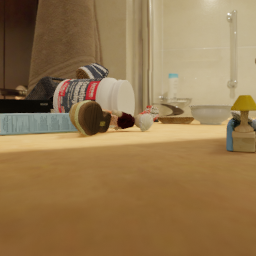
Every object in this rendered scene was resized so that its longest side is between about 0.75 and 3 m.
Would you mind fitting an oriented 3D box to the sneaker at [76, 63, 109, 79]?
[{"bbox_3d":[-1.182,-1.742,12.464,0.872,2.489,1.350,-20,17,38],"label":"sneaker"}]

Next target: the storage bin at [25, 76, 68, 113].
[{"bbox_3d":[-3.508,-1.132,12.388,2.222,1.042,1.502,-41,-20,29],"label":"storage bin"}]

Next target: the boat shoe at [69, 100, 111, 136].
[{"bbox_3d":[-1.121,-0.253,7.155,0.885,0.832,2.323,15,-4,10],"label":"boat shoe"}]

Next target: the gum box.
[{"bbox_3d":[-2.857,-0.151,8.098,2.507,0.559,2.130,-2,4,-38],"label":"gum box"}]

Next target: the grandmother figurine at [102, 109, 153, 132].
[{"bbox_3d":[-0.270,-0.267,8.505,2.070,0.627,1.255,6,-11,6],"label":"grandmother figurine"}]

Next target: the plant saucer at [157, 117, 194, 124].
[{"bbox_3d":[2.654,-0.429,15.487,2.144,0.380,2.144,0,3,0],"label":"plant saucer"}]

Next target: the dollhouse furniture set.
[{"bbox_3d":[2.861,-0.487,4.256,2.335,1.614,2.473,1,4,29],"label":"dollhouse furniture set"}]

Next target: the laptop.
[{"bbox_3d":[-3.870,-0.522,10.636,1.815,1.058,2.049,0,3,-16],"label":"laptop"}]

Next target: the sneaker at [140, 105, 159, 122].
[{"bbox_3d":[1.050,-0.893,17.802,2.009,1.077,0.671,-1,3,-21],"label":"sneaker"}]

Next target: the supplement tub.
[{"bbox_3d":[-1.297,-0.968,10.880,2.728,1.914,1.914,1,3,22],"label":"supplement tub"}]

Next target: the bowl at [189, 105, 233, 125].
[{"bbox_3d":[4.110,-0.646,13.865,2.172,0.976,2.172,-1,3,0],"label":"bowl"}]
